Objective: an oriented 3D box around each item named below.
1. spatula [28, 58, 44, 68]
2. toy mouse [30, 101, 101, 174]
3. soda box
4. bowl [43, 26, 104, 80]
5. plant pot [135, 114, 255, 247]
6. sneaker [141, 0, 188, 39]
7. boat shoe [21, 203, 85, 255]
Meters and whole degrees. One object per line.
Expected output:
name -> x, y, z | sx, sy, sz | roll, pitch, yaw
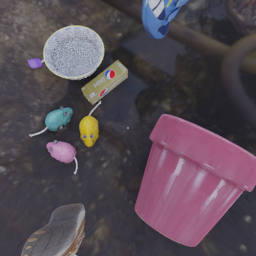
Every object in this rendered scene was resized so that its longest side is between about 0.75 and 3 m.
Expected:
spatula -> -2.696, -2.325, 9.412 | 1.272, 0.131, 0.359 | -22, 75, -8
toy mouse -> -1.970, 0.157, 8.406 | 2.126, 0.463, 2.393 | 3, 72, 1
soda box -> -0.717, -1.449, 8.913 | 1.526, 0.517, 0.488 | -40, 76, -11
bowl -> -1.657, -2.220, 8.979 | 1.877, 0.881, 1.877 | 0, 71, 0
plant pot -> 1.504, 1.355, 7.015 | 2.763, 2.763, 2.473 | 27, 89, 9
sneaker -> 1.049, -3.271, 6.773 | 1.202, 2.923, 1.081 | 20, 63, 11
boat shoe -> -0.965, 1.691, 4.084 | 0.653, 1.723, 0.619 | -5, 97, 9
